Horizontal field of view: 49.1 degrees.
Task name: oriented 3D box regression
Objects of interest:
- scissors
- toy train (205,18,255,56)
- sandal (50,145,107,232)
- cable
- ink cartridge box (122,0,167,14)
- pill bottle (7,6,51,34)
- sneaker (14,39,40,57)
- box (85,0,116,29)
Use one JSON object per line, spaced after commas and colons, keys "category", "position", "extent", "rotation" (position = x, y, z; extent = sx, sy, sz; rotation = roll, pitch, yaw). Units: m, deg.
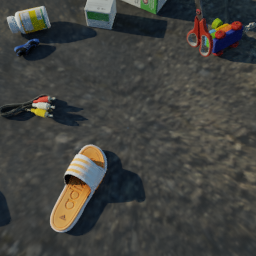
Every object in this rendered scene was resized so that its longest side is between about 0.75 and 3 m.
{"category": "scissors", "position": [1.603, -2.375, 6.000], "extent": [0.141, 2.031, 0.743], "rotation": [-38, 62, -14]}
{"category": "toy train", "position": [3.213, -3.210, 9.091], "extent": [1.897, 0.803, 1.097], "rotation": [-30, 54, -14]}
{"category": "sandal", "position": [-1.193, 1.400, 6.842], "extent": [0.875, 0.655, 2.285], "rotation": [19, 66, 9]}
{"category": "cable", "position": [-2.863, -0.669, 7.977], "extent": [1.689, 0.425, 0.820], "rotation": [2, 64, 1]}
{"category": "ink cartridge box", "position": [0.067, -5.369, 9.398], "extent": [2.727, 1.999, 1.133], "rotation": [28, 69, 14]}
{"category": "pill bottle", "position": [-3.252, -3.516, 9.213], "extent": [1.241, 0.700, 0.700], "rotation": [-17, 65, -8]}
{"category": "sneaker", "position": [-3.193, -2.549, 8.993], "extent": [0.843, 0.296, 0.328], "rotation": [-30, 76, -10]}
{"category": "box", "position": [-0.904, -3.929, 9.379], "extent": [0.871, 0.750, 0.875], "rotation": [9, 66, 4]}
